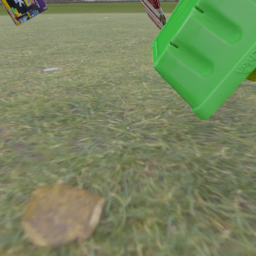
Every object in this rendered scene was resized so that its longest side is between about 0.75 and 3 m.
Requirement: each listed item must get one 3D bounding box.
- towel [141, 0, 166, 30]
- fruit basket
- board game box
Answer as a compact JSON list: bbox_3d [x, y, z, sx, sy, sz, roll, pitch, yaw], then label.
[{"bbox_3d":[0.586,-3.401,7.555,0.217,1.905,1.372,-35,58,8],"label":"towel"},{"bbox_3d":[1.958,-1.393,4.509,2.718,2.718,1.960,1,34,3],"label":"fruit basket"},{"bbox_3d":[-3.568,-4.365,9.221,1.250,1.512,0.429,-36,47,-11],"label":"board game box"}]
